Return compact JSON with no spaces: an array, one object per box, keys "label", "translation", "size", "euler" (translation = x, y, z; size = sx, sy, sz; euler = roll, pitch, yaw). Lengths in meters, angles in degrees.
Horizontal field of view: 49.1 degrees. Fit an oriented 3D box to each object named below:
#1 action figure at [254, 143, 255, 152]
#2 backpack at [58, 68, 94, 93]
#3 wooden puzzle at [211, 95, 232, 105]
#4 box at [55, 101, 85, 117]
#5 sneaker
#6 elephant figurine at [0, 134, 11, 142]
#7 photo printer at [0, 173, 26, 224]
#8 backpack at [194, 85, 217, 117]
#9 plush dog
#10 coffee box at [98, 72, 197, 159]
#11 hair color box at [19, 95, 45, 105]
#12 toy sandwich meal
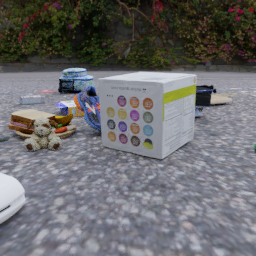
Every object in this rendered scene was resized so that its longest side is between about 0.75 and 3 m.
[{"label":"action figure","translation":[4.897,0.468,8.124],"size":[2.356,0.644,1.392],"euler":[-4,15,12]},{"label":"backpack","translation":[-3.875,-3.640,21.487],"size":[2.475,1.819,2.265],"euler":[5,19,3]},{"label":"wooden puzzle","translation":[4.914,-1.682,16.804],"size":[1.803,0.451,1.946],"euler":[-8,21,-25]},{"label":"box","translation":[-2.152,-1.042,14.078],"size":[2.826,0.586,1.682],"euler":[-10,17,-25]},{"label":"sneaker","translation":[-1.169,-0.709,10.407],"size":[0.922,0.960,2.449],"euler":[8,36,-54]},{"label":"elephant figurine","translation":[-3.762,0.656,7.169],"size":[1.309,1.015,0.926],"euler":[21,30,-50]},{"label":"photo printer","translation":[-2.989,1.273,4.878],"size":[2.039,0.708,1.697],"euler":[9,17,32]},{"label":"backpack","translation":[2.557,-1.418,13.137],"size":[2.302,1.773,2.192],"euler":[1,18,-35]},{"label":"plush dog","translation":[-2.613,0.140,8.715],"size":[1.119,0.961,0.898],"euler":[-1,15,-5]},{"label":"coffee box","translation":[0.655,-0.536,8.800],"size":[2.208,2.187,2.211],"euler":[10,20,34]},{"label":"hair color box","translation":[-5.723,-1.688,16.770],"size":[1.366,0.414,0.676],"euler":[-7,16,-27]},{"label":"toy sandwich meal","translation":[-3.052,-0.189,10.253],"size":[2.371,0.812,2.371],"euler":[0,15,0]}]
